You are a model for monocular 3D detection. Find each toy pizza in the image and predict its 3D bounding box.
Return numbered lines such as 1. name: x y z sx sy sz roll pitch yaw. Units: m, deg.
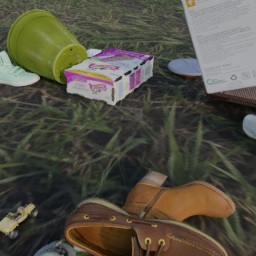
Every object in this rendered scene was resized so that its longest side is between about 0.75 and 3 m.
1. toy pizza: 2.515 -2.394 11.304 1.832 0.290 1.832 0 31 0

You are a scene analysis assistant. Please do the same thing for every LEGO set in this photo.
1. LEGO set: -1.421 1.991 4.077 2.673 0.757 1.736 21 38 28

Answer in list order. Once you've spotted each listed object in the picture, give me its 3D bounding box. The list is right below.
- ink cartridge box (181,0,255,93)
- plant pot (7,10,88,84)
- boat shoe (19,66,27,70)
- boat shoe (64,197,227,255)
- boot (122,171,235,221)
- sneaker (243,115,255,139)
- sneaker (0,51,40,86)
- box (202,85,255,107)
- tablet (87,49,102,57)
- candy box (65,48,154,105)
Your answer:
1. ink cartridge box: 2.747 -2.209 5.947 2.746 2.797 0.606 -6 35 30
2. plant pot: -2.751 -2.802 10.374 2.292 2.380 2.380 36 46 28
3. boat shoe: -3.990 -3.093 12.066 0.698 0.628 1.934 13 35 19
4. boat shoe: 0.218 1.746 4.025 2.436 0.877 0.823 16 6 9
5. boot: 0.796 1.550 4.917 1.851 0.682 1.432 10 35 29
6. sneaker: 3.467 0.012 7.060 0.643 0.856 1.718 -3 31 -2
7. sneaker: -4.228 -2.187 10.206 1.918 1.131 0.706 6 32 6
8. box: 3.752 -1.149 8.292 2.754 1.032 1.379 15 6 23
9. tablet: -1.785 -3.576 13.341 0.672 0.071 1.033 15 35 22
10. candy box: -0.570 -1.979 10.098 1.983 0.887 2.907 17 37 24
